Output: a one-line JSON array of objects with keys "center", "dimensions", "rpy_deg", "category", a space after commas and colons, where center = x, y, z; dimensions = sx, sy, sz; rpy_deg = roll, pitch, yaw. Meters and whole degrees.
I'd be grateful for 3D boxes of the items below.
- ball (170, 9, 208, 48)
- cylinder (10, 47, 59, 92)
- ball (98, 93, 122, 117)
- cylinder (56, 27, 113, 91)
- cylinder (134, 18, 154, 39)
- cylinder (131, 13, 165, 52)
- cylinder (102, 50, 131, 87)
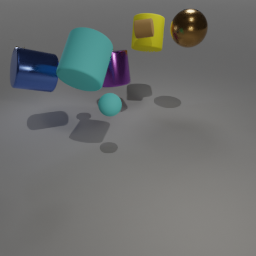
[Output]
[{"center": [2.317, -3.790, 10.673], "dimensions": [1.400, 1.400, 1.400], "rpy_deg": [0, 29, 0], "category": "ball"}, {"center": [-3.348, -2.046, 9.987], "dimensions": [1.400, 1.400, 1.400], "rpy_deg": [3, 23, -32], "category": "cylinder"}, {"center": [-0.539, -0.692, 8.365], "dimensions": [0.700, 0.700, 0.700], "rpy_deg": [0, 29, 0], "category": "ball"}, {"center": [-1.291, -2.036, 8.480], "dimensions": [1.400, 1.400, 1.400], "rpy_deg": [9, 73, 16], "category": "cylinder"}, {"center": [0.648, -3.977, 11.208], "dimensions": [0.700, 0.700, 0.700], "rpy_deg": [-2, 27, 15], "category": "cylinder"}, {"center": [0.892, -4.241, 12.587], "dimensions": [1.400, 1.400, 1.400], "rpy_deg": [4, 7, -1], "category": "cylinder"}, {"center": [-0.648, -2.556, 11.979], "dimensions": [1.400, 1.400, 1.400], "rpy_deg": [-6, 18, 2], "category": "cylinder"}]
